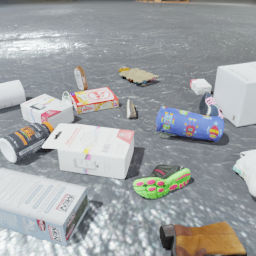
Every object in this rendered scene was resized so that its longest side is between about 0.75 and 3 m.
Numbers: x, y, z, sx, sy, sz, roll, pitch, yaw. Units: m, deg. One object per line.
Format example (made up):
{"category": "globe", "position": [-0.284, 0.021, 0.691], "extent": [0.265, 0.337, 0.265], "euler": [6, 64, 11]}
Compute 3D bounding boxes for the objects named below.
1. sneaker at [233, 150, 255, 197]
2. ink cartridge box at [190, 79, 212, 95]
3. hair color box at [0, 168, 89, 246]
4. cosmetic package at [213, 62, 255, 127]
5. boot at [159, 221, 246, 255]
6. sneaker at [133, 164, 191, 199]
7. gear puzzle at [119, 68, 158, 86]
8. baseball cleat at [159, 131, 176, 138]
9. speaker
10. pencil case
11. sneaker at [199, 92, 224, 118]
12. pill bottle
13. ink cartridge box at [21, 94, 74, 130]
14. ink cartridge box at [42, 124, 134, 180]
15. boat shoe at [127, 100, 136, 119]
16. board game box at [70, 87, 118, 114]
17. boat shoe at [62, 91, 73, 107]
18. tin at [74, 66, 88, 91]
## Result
{"category": "sneaker", "position": [3.871, 1.414, 8.959], "extent": [1.019, 0.866, 2.302], "euler": [3, 23, 27]}
{"category": "ink cartridge box", "position": [3.892, -2.208, 14.997], "extent": [0.794, 0.463, 1.091], "euler": [-5, 31, -8]}
{"category": "hair color box", "position": [-2.654, 2.068, 7.674], "extent": [2.824, 0.856, 1.398], "euler": [9, 33, 15]}
{"category": "cosmetic package", "position": [5.468, -1.563, 12.391], "extent": [2.502, 2.081, 2.094], "euler": [-10, 33, -13]}
{"category": "boot", "position": [1.846, 3.017, 6.612], "extent": [1.894, 0.648, 1.783], "euler": [2, 23, -10]}
{"category": "sneaker", "position": [0.989, 1.599, 8.684], "extent": [1.991, 0.764, 0.834], "euler": [-7, 23, -29]}
{"category": "gear puzzle", "position": [0.331, -3.097, 16.606], "extent": [1.515, 0.383, 2.926], "euler": [-23, 35, -29]}
{"category": "baseball cleat", "position": [1.606, 0.222, 11.313], "extent": [0.781, 0.272, 0.416], "euler": [-3, 16, -10]}
{"category": "speaker", "position": [-6.319, -1.357, 12.946], "extent": [2.918, 1.185, 1.185], "euler": [-19, 37, -28]}
{"category": "pencil case", "position": [2.398, -0.172, 10.921], "extent": [2.603, 1.016, 1.130], "euler": [10, 33, 5]}
{"category": "sneaker", "position": [3.823, -0.939, 12.869], "extent": [0.897, 0.767, 2.187], "euler": [21, 34, -2]}
{"category": "pill bottle", "position": [-3.594, 0.422, 10.229], "extent": [0.988, 0.988, 1.861], "euler": [21, 37, 31]}
{"category": "ink cartridge box", "position": [-3.507, -0.681, 12.190], "extent": [1.893, 0.811, 1.397], "euler": [24, 39, 30]}
{"category": "ink cartridge box", "position": [-1.314, 0.735, 9.744], "extent": [2.833, 0.956, 1.650], "euler": [7, 33, 9]}
{"category": "boat shoe", "position": [0.158, -0.873, 12.852], "extent": [0.390, 0.471, 1.312], "euler": [4, 35, -4]}
{"category": "board game box", "position": [-1.655, -1.361, 13.608], "extent": [2.001, 0.463, 1.516], "euler": [-12, 34, -19]}
{"category": "boat shoe", "position": [-2.995, -1.312, 13.516], "extent": [0.534, 0.485, 1.453], "euler": [-10, 33, -16]}
{"category": "tin", "position": [-2.359, -2.448, 13.989], "extent": [0.714, 1.275, 0.267], "euler": [16, 36, 43]}
